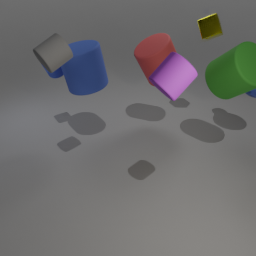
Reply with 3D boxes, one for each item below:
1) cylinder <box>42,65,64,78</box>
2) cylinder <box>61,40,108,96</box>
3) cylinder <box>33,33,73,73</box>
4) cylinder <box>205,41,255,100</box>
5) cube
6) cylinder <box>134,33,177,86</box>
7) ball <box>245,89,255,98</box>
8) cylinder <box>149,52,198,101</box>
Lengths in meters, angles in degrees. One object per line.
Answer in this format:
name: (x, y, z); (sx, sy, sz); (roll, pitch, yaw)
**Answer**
cylinder: (-2.602, -2.219, 9.807); (0.700, 0.700, 0.700); (-20, 58, -30)
cylinder: (-1.474, -2.015, 9.319); (1.400, 1.400, 1.400); (-8, 34, 6)
cylinder: (-1.835, -1.836, 6.879); (0.700, 0.700, 0.700); (-41, 44, -13)
cylinder: (3.397, -1.745, 8.746); (1.400, 1.400, 1.400); (-16, -4, -25)
cube: (2.982, -3.619, 10.114); (0.700, 0.700, 0.700); (-14, 6, 25)
cylinder: (1.126, -2.490, 10.303); (1.400, 1.400, 1.400); (-19, 42, 18)
ball: (4.727, -1.759, 10.009); (1.400, 1.400, 1.400); (0, 31, 0)
cylinder: (0.891, -1.021, 5.577); (0.700, 0.700, 0.700); (-48, 38, 5)
